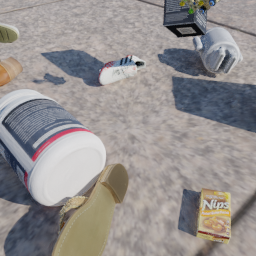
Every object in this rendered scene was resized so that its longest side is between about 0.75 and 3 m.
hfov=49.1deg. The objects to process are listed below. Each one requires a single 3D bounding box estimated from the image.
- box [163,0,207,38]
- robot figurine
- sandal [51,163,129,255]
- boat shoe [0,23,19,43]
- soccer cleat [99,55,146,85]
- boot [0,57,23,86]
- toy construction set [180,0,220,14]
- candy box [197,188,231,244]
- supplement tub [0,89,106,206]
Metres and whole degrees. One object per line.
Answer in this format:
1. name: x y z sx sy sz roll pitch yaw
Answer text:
1. box: 1.711 -3.699 8.116 0.946 1.767 1.311 5 3 28
2. robot figurine: 3.509 -3.059 10.964 2.024 1.348 2.387 15 39 -12
3. sandal: -0.922 1.837 5.790 0.948 1.057 2.883 -16 23 31
4. boat shoe: -6.208 -4.587 13.107 2.473 0.924 0.846 5 46 8
5. soccer cleat: -0.195 -2.158 10.413 0.929 0.748 2.180 23 41 30
6. boot: -5.425 -2.136 10.259 2.548 0.939 1.971 21 49 27
7. toy construction set: 1.645 -3.014 6.360 0.529 0.753 1.149 -41 10 -7
8. candy box: 1.841 1.845 5.996 0.635 0.304 1.099 9 42 12
9. supplement tub: -1.942 0.356 6.556 1.833 1.833 2.612 -29 49 -30
